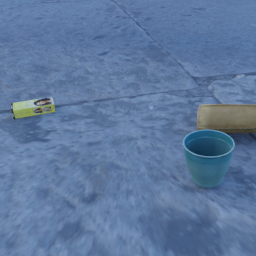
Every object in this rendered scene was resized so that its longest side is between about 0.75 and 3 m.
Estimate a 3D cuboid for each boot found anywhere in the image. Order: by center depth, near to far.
[{"bbox_3d":[3.416,-0.478,7.901,2.722,0.900,2.383,1,17,19],"label":"boot"}]

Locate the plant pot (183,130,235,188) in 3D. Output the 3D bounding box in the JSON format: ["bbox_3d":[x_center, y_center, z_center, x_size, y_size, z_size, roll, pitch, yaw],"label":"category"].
[{"bbox_3d":[1.742,0.717,6.144,1.047,0.984,1.047,-5,30,3],"label":"plant pot"}]

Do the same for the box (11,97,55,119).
[{"bbox_3d":[-2.947,-0.631,8.699,1.278,0.320,0.481,-12,38,-16],"label":"box"}]
